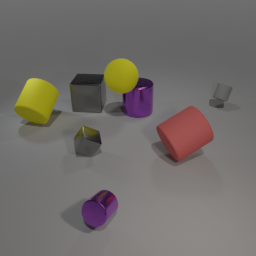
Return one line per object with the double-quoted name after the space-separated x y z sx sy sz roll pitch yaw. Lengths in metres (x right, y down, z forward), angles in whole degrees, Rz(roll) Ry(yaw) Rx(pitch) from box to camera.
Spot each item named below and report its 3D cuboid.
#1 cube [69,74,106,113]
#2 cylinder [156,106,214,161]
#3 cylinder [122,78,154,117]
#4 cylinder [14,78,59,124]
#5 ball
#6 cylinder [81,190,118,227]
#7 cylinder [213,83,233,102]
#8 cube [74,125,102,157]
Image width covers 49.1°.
-1.836 -1.664 13.207 1.400 1.400 1.400 3 30 4 "cube"
1.899 0.184 9.449 1.400 1.400 1.400 -32 36 -4 "cylinder"
0.443 -1.400 12.726 1.400 1.400 1.400 -1 30 1 "cylinder"
-3.786 -1.098 11.678 1.400 1.400 1.400 8 64 14 "cylinder"
-0.276 -2.114 11.439 1.400 1.400 1.400 0 30 0 "ball"
-0.698 2.006 7.048 0.700 0.700 0.700 12 14 20 "cylinder"
4.435 -1.666 13.128 0.700 0.700 0.700 20 7 -3 "cylinder"
-1.424 0.464 9.842 0.700 0.700 0.700 21 33 -30 "cube"
